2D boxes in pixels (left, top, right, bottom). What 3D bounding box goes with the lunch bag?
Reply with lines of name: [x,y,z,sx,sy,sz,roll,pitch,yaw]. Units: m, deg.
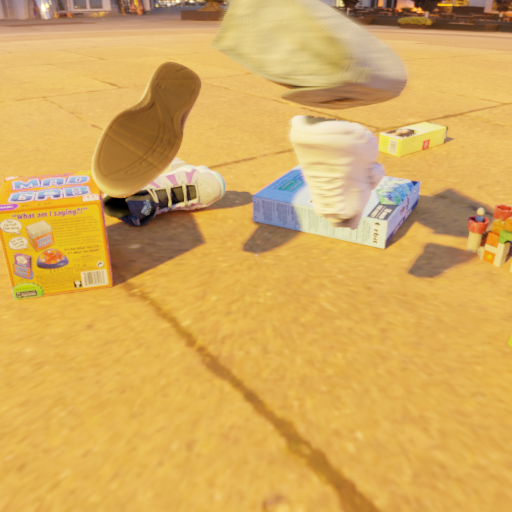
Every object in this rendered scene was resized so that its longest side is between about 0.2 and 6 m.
lunch bag: [0.690,-2.264,6.361,1.804,1.061,1.480,39,27,26]

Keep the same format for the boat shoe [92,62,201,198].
boat shoe: [-1.582,-1.730,8.159,0.991,0.892,2.746,26,51,-11]

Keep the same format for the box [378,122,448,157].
box: [4.376,-3.260,15.548,2.096,0.525,0.789,-20,34,-35]

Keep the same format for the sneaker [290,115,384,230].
sneaker: [0.892,-0.864,6.138,0.808,0.872,2.151,16,-5,26]

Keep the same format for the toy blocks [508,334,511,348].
toy blocks: [4.587,1.321,6.254,2.666,1.332,1.822,-4,39,-6]

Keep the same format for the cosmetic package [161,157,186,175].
cosmetic package: [-2.038,-2.107,13.391,0.403,0.477,0.924,-17,33,-29]

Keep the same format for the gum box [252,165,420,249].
gum box: [1.653,-1.117,11.329,2.714,0.605,2.306,14,31,26]

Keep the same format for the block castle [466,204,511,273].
block castle: [4.634,-0.317,9.538,1.218,0.855,1.823,-20,34,-33]

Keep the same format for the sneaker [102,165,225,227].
sneaker: [-1.916,-1.053,11.002,2.464,0.958,1.724,-4,28,13]

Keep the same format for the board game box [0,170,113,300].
board game box: [-3.175,-0.394,8.975,1.495,1.494,1.495,-7,28,-14]
